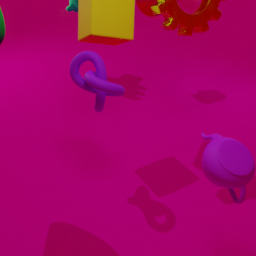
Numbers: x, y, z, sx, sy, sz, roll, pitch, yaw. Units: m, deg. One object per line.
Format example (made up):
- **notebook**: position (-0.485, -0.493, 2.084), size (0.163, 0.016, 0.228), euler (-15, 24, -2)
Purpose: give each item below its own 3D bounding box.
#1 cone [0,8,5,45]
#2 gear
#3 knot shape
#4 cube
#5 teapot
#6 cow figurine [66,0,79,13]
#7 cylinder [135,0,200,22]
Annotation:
- **cone**: position (-2.696, -1.263, 3.532), size (1.518, 1.518, 1.523), euler (13, 50, 17)
- **gear**: position (1.123, -2.486, 5.117), size (1.508, 1.508, 0.279), euler (-14, 21, -19)
- **knot shape**: position (-0.567, -0.774, 5.220), size (0.535, 1.083, 1.157), euler (-39, 65, -20)
- **cube**: position (-0.453, -2.202, 5.633), size (0.883, 0.883, 0.883), euler (-2, 9, -26)
- **teapot**: position (1.289, 0.466, 3.775), size (0.699, 0.550, 1.123), euler (-6, 61, -21)
- **cow figurine**: position (-1.606, -4.695, 9.258), size (1.720, 1.748, 0.959), euler (-5, 51, 30)
- **cylinder**: position (0.852, -2.828, 5.968), size (1.062, 1.062, 1.062), euler (24, 23, 29)
